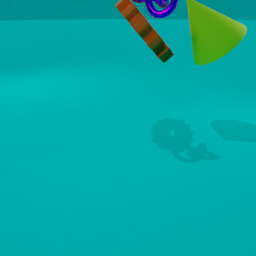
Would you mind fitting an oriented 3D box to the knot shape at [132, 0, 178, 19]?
[{"bbox_3d":[0.697,-3.002,6.568,1.132,0.523,1.059,-23,59,-32],"label":"knot shape"}]

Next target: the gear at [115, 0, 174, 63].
[{"bbox_3d":[0.470,-2.677,7.676,0.373,2.016,2.016,-40,18,15],"label":"gear"}]

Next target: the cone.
[{"bbox_3d":[2.039,-2.851,7.552,1.613,1.619,1.613,-36,25,19],"label":"cone"}]
